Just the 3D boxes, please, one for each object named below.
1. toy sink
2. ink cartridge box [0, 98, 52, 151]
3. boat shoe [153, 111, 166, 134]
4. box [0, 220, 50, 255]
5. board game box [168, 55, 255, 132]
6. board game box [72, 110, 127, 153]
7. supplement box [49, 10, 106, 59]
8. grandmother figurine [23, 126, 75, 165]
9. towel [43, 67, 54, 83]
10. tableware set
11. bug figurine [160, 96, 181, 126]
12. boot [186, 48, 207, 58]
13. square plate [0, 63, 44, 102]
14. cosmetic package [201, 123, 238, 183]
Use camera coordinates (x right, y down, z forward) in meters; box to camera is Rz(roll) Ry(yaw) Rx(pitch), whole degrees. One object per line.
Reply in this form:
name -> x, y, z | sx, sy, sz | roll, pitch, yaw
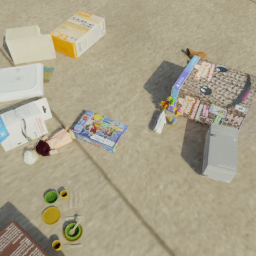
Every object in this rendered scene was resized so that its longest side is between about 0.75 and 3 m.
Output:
toy sink -> -4.476, -3.938, 13.039 | 1.960, 1.278, 1.098 | -11, 52, -7
ink cartridge box -> -3.690, -0.143, 10.117 | 2.062, 1.196, 0.699 | -27, 57, -19
boat shoe -> 1.282, -0.214, 10.754 | 0.371, 0.377, 1.062 | 33, 51, -9
box -> -2.541, 3.773, 7.224 | 2.599, 0.974, 1.301 | 32, 58, 24
board game box -> 3.338, -1.292, 10.910 | 2.771, 1.342, 2.210 | 24, 56, 17
board game box -> -1.066, 0.098, 10.489 | 1.771, 0.305, 1.199 | 21, 55, 16
supplement box -> -2.442, -4.646, 13.794 | 1.562, 0.911, 2.478 | 26, 57, 19
grandmother figurine -> -2.812, 0.659, 9.943 | 1.896, 0.574, 1.150 | -33, 31, -20
towel -> -3.765, -2.391, 12.579 | 0.701, 0.104, 0.956 | 5, 54, 5
tableware set -> -1.996, 2.724, 8.456 | 1.255, 0.286, 1.863 | -6, 53, -4
bug figurine -> 1.666, -0.661, 10.673 | 0.289, 0.870, 1.122 | -7, 62, -29
boot -> 3.265, -3.546, 13.349 | 0.718, 0.342, 0.928 | -22, 64, -18
square plate -> -4.733, -2.049, 12.134 | 2.074, 0.295, 2.055 | -9, 55, -5
cosmetic package -> 3.135, 0.828, 9.542 | 0.991, 0.837, 1.855 | 12, 50, 6
